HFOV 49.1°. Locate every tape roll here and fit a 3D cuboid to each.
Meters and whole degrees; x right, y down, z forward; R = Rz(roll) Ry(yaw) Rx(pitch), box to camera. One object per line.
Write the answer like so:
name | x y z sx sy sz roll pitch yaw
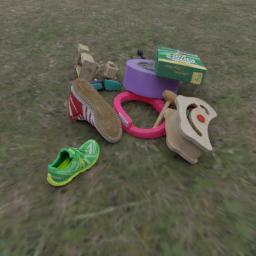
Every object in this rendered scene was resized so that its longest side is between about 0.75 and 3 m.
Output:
tape roll | 1.015 -2.127 11.865 2.331 0.990 2.331 9 26 -4

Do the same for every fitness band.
fitness band | 0.555 -0.590 10.786 1.972 0.514 2.746 -12 40 -19

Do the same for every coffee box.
coffee box | 2.023 -2.590 11.278 1.837 0.657 2.987 12 26 1

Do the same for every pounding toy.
pounding toy | 1.982 -0.001 9.795 1.697 1.702 2.968 21 44 -19

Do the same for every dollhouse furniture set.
dollhouse furniture set | -1.617 -2.989 13.717 1.772 1.114 2.004 12 32 -26

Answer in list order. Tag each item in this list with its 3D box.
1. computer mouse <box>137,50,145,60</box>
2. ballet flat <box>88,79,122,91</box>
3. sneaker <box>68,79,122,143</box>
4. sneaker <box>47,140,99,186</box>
computer mouse | 0.721 -4.006 15.415 0.303 0.176 1.034 13 37 -25
ballet flat | -1.084 -1.957 12.467 1.618 0.591 0.591 -5 38 -3
sneaker | -1.284 -0.382 10.329 0.951 1.502 2.670 -27 75 -34
sneaker | -1.589 0.929 8.506 0.749 0.845 2.022 22 43 27
